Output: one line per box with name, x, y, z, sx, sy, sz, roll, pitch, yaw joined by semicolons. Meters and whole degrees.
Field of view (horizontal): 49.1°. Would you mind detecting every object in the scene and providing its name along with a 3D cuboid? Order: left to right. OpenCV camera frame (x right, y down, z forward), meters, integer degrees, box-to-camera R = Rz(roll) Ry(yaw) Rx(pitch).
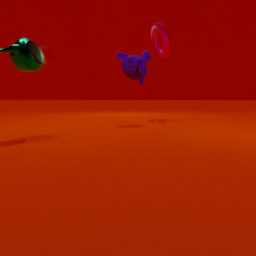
teapot;-2.407;-1.654;6.454;0.632;0.803;1.291;-20;-11;15
monkey head;0.309;-2.270;10.029;1.046;1.453;0.876;-53;23;-23
ring;1.451;-3.931;12.569;0.303;1.516;1.516;-17;10;-12
